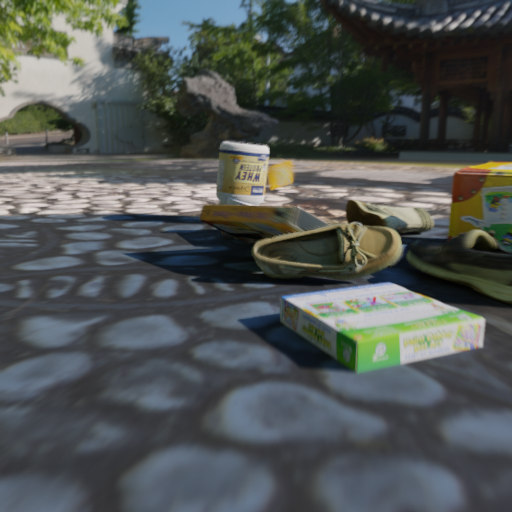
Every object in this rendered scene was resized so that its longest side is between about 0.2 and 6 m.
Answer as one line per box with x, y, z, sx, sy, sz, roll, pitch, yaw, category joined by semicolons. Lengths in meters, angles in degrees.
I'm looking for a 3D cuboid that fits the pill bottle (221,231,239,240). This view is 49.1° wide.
-0.390;-0.541;12.037;0.660;0.382;0.382;9;15;36;pill bottle

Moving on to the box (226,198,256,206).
0.373;-0.770;12.092;1.606;0.424;2.060;13;6;-23;box

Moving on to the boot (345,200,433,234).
3.041;-0.902;13.032;1.445;0.673;1.868;-5;19;-19;boot

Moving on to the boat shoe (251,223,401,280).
1.049;-0.089;8.403;2.187;0.798;0.688;-3;-16;13;boat shoe

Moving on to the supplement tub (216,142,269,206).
-0.372;-1.968;14.272;1.258;1.743;1.258;5;11;-1;supplement tub

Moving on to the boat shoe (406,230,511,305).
3.258;0.025;8.292;0.901;0.829;2.523;-1;15;-25;boat shoe

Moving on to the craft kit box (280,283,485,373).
1.353;0.729;6.329;1.645;0.399;1.625;-6;11;-23;craft kit box

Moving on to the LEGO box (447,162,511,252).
5.839;-0.638;9.404;4.340;1.675;3.232;8;15;32;LEGO box

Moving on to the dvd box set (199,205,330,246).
0.348;-0.442;9.795;2.288;0.336;1.674;7;-13;45;dvd box set

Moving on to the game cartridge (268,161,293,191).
0.535;-1.756;12.245;0.591;0.521;0.096;-24;35;-28;game cartridge

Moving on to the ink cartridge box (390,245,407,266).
2.095;-0.074;10.259;1.119;0.242;1.099;7;13;24;ink cartridge box
